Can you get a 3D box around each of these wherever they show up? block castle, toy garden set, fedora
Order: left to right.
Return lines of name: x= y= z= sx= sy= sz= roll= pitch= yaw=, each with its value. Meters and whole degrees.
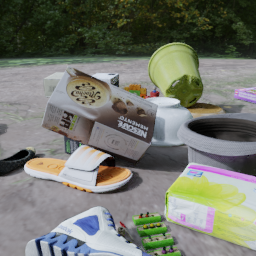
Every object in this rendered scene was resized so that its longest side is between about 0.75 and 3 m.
block castle: x=0.191 y=-1.424 z=13.441 sx=2.523 sy=1.184 sz=1.686 roll=5 pitch=18 yaw=15
toy garden set: x=0.250 y=1.870 z=4.953 sx=0.995 sy=0.238 sz=1.194 roll=-4 pitch=19 yaw=-13
fedora: x=2.681 y=0.548 z=7.241 sx=2.917 sy=1.317 sz=2.579 roll=-10 pitch=21 yaw=-28

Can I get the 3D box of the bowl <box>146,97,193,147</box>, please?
bowl: x=1.192 y=-0.380 z=10.203 sx=2.783 sy=1.251 sz=2.783 roll=0 pitch=19 yaw=0

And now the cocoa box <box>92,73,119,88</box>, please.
cocoa box: x=-1.342 y=-2.244 z=15.630 sx=1.387 sy=1.364 sz=2.079 roll=3 pitch=18 yaw=9

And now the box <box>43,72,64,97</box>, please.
box: x=-4.228 y=-2.763 z=17.588 sx=1.362 sy=1.115 sz=2.869 roll=1 pitch=18 yaw=2

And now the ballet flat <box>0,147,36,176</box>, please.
ballet flat: x=-3.097 y=0.832 z=7.769 sx=0.521 sy=0.446 sz=1.569 roll=6 pitch=19 yaw=18

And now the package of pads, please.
package of pads: x=1.917 y=1.446 z=5.472 sx=2.100 sy=0.716 sz=1.622 roll=10 pitch=21 yaw=28

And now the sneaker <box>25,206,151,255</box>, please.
sneaker: x=-0.354 y=1.762 z=4.306 sx=2.117 sy=0.855 sz=1.223 roll=6 pitch=21 yaw=21

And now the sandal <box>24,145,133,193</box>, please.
sandal: x=-1.357 y=0.879 z=6.989 sx=2.933 sy=0.841 sz=1.124 roll=6 pitch=19 yaw=17

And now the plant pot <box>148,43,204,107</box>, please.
plant pot: x=2.233 y=-2.143 z=12.375 sx=2.454 sy=2.454 sz=2.256 roll=-2 pitch=40 yaw=-5

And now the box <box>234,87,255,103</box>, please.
box: x=7.755 y=-1.878 z=15.804 sx=2.795 sy=0.546 sz=1.912 roll=-8 pitch=20 yaw=-23

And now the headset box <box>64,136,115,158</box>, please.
headset box: x=-0.988 y=0.341 z=8.745 sx=1.659 sy=0.770 sz=1.445 roll=10 pitch=21 yaw=29

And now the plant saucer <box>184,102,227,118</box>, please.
plant saucer: x=3.067 y=-0.679 z=12.291 sx=2.771 sy=0.491 sz=2.771 roll=0 pitch=18 yaw=0

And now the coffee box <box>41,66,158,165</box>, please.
coffee box: x=-0.670 y=-0.320 z=7.387 sx=2.666 sy=1.064 sz=1.507 roll=23 pitch=47 yaw=-9
